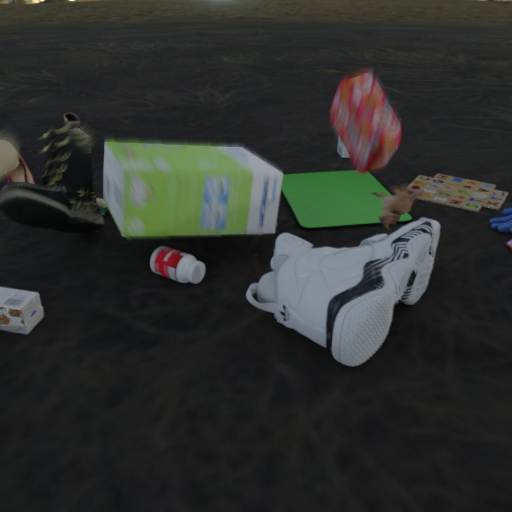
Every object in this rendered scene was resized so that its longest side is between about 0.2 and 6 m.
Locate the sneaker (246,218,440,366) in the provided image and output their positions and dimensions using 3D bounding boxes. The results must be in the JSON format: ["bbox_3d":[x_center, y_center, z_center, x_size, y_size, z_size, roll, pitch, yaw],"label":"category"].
[{"bbox_3d":[1.499,0.159,8.959,2.073,1.355,3.607,21,39,28],"label":"sneaker"}]

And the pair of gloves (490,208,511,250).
[{"bbox_3d":[5.601,-0.653,11.020,1.614,0.229,2.008,-23,21,14],"label":"pair of gloves"}]

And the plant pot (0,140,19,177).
[{"bbox_3d":[-3.784,-1.360,8.007,0.656,0.656,0.601,18,37,29],"label":"plant pot"}]

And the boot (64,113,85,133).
[{"bbox_3d":[-5.095,-3.320,15.441,0.589,1.226,1.677,-22,35,-33],"label":"boot"}]

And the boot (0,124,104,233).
[{"bbox_3d":[-3.837,-1.549,10.479,0.947,1.982,2.624,-11,-10,15],"label":"boot"}]

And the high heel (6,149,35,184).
[{"bbox_3d":[-5.470,-1.792,12.951,0.666,0.950,1.976,-18,34,-29],"label":"high heel"}]

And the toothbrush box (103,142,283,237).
[{"bbox_3d":[-1.237,-1.271,10.336,2.828,1.217,2.059,-4,24,-24],"label":"toothbrush box"}]

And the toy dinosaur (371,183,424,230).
[{"bbox_3d":[2.358,-0.817,9.353,1.004,0.681,0.431,-14,-1,-23],"label":"toy dinosaur"}]

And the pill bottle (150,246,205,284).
[{"bbox_3d":[-1.370,0.178,9.840,0.908,0.510,0.510,17,33,28],"label":"pill bottle"}]

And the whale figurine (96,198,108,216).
[{"bbox_3d":[-3.456,-1.047,12.278,0.654,0.427,0.822,11,6,12],"label":"whale figurine"}]

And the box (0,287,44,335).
[{"bbox_3d":[-4.602,0.734,8.841,2.507,0.485,0.519,7,29,12],"label":"box"}]

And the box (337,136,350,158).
[{"bbox_3d":[2.612,-3.119,15.734,0.510,0.595,0.592,-1,28,-6],"label":"box"}]

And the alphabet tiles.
[{"bbox_3d":[4.795,-1.548,13.424,2.175,0.069,1.810,17,33,28],"label":"alphabet tiles"}]

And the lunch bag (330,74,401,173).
[{"bbox_3d":[2.111,-2.567,11.142,0.695,1.495,1.697,-20,73,-15],"label":"lunch bag"}]

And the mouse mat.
[{"bbox_3d":[1.922,-1.391,13.121,2.616,0.122,3.252,-4,30,-8],"label":"mouse mat"}]
